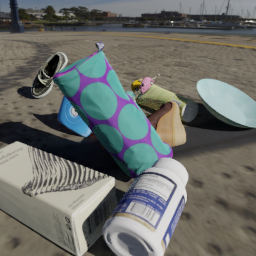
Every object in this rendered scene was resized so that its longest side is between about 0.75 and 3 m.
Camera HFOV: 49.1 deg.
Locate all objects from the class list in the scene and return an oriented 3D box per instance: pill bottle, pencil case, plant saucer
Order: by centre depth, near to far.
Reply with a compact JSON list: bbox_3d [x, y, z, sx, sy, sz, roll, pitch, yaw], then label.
[{"bbox_3d":[0.345,1.086,3.957,0.817,0.817,1.472,12,36,25],"label":"pill bottle"},{"bbox_3d":[-0.233,-0.250,5.616,1.141,2.681,1.239,-27,17,32],"label":"pencil case"},{"bbox_3d":[3.125,-0.683,8.768,2.382,0.459,2.382,16,37,-12],"label":"plant saucer"}]

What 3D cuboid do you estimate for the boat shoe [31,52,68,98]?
[{"bbox_3d":[-3.094,-1.982,10.553,0.737,2.083,0.663,38,17,-2],"label":"boat shoe"}]

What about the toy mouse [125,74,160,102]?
[{"bbox_3d":[0.324,-1.439,10.418,1.850,0.358,1.644,-28,20,32],"label":"toy mouse"}]

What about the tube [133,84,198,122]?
[{"bbox_3d":[1.239,-0.955,9.772,0.795,0.711,2.739,-9,24,-32],"label":"tube"}]

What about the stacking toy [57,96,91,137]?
[{"bbox_3d":[-0.983,-0.554,8.616,1.244,1.176,2.143,30,17,21],"label":"stacking toy"}]

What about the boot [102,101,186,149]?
[{"bbox_3d":[0.352,-0.123,7.548,2.059,0.895,2.475,-2,20,2],"label":"boot"}]

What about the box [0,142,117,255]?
[{"bbox_3d":[-1.433,1.050,4.761,2.469,0.844,1.014,14,31,31],"label":"box"}]
